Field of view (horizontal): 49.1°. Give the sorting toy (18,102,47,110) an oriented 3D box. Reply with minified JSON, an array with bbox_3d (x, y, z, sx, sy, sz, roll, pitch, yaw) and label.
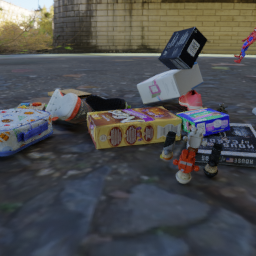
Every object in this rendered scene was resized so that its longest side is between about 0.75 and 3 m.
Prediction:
[{"bbox_3d":[-3.679,-0.879,11.268,1.500,0.221,1.108,-3,18,-6],"label":"sorting toy"}]

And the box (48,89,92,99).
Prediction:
[{"bbox_3d":[-2.825,-1.632,13.603,1.424,0.185,1.742,-17,24,-41],"label":"box"}]

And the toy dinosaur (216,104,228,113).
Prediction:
[{"bbox_3d":[3.565,-0.704,10.762,0.416,0.313,0.814,1,20,44],"label":"toy dinosaur"}]

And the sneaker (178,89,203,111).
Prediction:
[{"bbox_3d":[2.585,-1.209,11.340,0.680,0.800,1.844,-1,18,-10],"label":"sneaker"}]

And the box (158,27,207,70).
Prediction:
[{"bbox_3d":[1.938,-2.800,10.011,0.746,1.249,1.270,33,-6,-28],"label":"box"}]

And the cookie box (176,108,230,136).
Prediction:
[{"bbox_3d":[2.041,-0.183,7.770,1.016,0.446,1.188,-12,16,-12],"label":"cookie box"}]

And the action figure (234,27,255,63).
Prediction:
[{"bbox_3d":[2.900,-2.045,6.834,0.260,1.006,0.329,21,54,-2],"label":"action figure"}]

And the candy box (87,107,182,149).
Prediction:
[{"bbox_3d":[0.138,-0.062,8.093,2.446,0.691,1.427,-7,21,-15],"label":"candy box"}]

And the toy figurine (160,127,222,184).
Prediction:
[{"bbox_3d":[1.311,0.563,5.877,1.086,0.756,1.069,-11,35,-23],"label":"toy figurine"}]

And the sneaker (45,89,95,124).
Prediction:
[{"bbox_3d":[-2.005,-0.569,9.624,1.183,1.114,2.890,25,-2,-31],"label":"sneaker"}]

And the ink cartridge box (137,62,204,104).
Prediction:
[{"bbox_3d":[1.683,-1.810,11.527,1.595,0.934,2.207,-30,15,-34],"label":"ink cartridge box"}]

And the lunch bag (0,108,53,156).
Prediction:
[{"bbox_3d":[-3.155,0.067,7.494,1.795,0.846,2.240,8,19,17],"label":"lunch bag"}]

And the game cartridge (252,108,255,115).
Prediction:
[{"bbox_3d":[5.530,-0.597,10.364,1.499,0.311,0.998,-9,16,-25],"label":"game cartridge"}]

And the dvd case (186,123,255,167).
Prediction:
[{"bbox_3d":[2.516,0.336,7.473,1.859,0.306,2.473,3,18,12],"label":"dvd case"}]

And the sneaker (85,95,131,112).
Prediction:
[{"bbox_3d":[-0.793,-0.849,10.885,1.824,0.654,0.755,9,-2,23],"label":"sneaker"}]
